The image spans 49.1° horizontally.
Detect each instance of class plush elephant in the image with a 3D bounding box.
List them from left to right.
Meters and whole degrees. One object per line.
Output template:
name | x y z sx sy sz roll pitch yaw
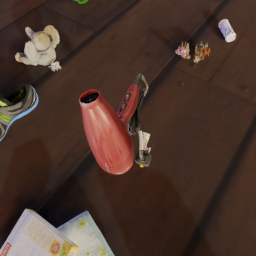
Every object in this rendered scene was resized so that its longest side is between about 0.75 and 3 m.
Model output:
plush elephant | -3.112 -2.890 9.786 1.756 1.360 1.446 35 63 22

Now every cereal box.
cereal box | -2.006 2.707 6.167 1.644 0.325 1.183 24 77 32

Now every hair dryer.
hair dryer | -0.190 -0.158 5.126 0.704 2.591 1.974 -5 85 18

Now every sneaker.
sneaker | -3.782 -0.458 8.307 0.903 1.056 2.548 28 60 19

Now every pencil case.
pencil case | 3.887 -3.833 10.990 0.407 0.444 0.978 -16 54 10

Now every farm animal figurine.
farm animal figurine | 2.325 -2.720 10.203 1.193 0.600 0.963 1 37 5

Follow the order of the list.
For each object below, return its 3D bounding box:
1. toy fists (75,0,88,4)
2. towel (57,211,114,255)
toy fists | -1.836 -6.109 12.484 1.722 0.592 0.878 -34 69 -23
towel | -1.146 2.937 6.386 1.425 0.401 1.665 -28 60 -18
